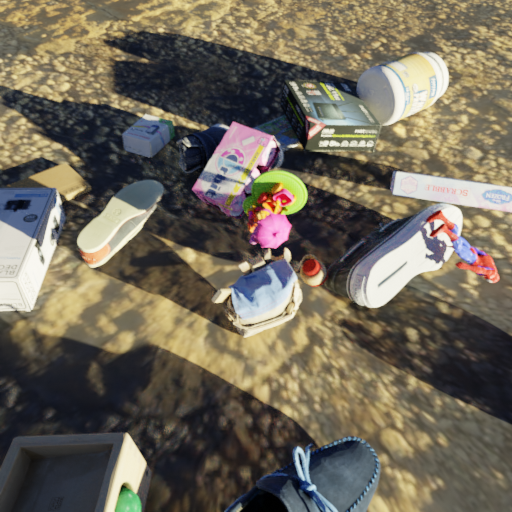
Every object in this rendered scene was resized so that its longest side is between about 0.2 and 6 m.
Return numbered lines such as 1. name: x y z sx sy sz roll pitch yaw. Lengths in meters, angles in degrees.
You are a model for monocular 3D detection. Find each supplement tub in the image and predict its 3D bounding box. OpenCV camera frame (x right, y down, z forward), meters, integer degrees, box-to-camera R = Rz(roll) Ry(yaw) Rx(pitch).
1. supplement tub: 3.733 -4.301 14.251 2.023 1.463 1.463 -28 49 -26

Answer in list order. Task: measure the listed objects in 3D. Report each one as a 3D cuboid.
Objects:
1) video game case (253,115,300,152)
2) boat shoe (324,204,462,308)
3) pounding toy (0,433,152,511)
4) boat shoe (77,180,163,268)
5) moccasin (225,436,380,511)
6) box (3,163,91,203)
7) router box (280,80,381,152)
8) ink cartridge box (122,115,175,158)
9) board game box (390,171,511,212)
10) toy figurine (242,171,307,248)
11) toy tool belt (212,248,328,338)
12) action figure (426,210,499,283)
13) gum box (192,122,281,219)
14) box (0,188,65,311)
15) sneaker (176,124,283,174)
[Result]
1. video game case: 0.734 -3.084 13.911 1.302 0.144 1.185 -29 50 -28
2. boat shoe: 2.479 -0.197 9.982 3.259 1.175 1.156 -25 30 -37
3. pounding toy: -1.957 3.182 6.429 1.910 1.358 1.758 -5 41 10
4. boat shoe: -2.285 -0.581 9.629 0.673 0.592 1.892 28 59 20
5. moccasin: 0.370 3.115 6.467 3.077 1.049 1.238 -32 51 -30
6. box: -4.521 -1.459 12.126 1.479 0.157 1.209 -30 50 -28
7. router box: 1.756 -3.456 13.716 1.779 0.737 2.374 -2 42 -15
8. ink cartridge box: -2.578 -2.888 13.453 0.793 0.477 1.091 17 47 17
9. board game box: 3.762 -1.287 10.920 2.192 0.452 2.197 10 11 11
10. toy figurine: 0.155 -0.551 8.472 1.166 0.875 1.073 -28 33 37
11. toy tool belt: 0.243 0.454 8.958 1.812 1.113 1.131 -33 50 1
12. action figure: 3.566 -0.050 9.532 1.837 0.475 0.601 34 33 -24
13. gum box: -0.424 -1.731 11.551 1.030 0.600 1.815 26 81 25
14. box: -4.591 -0.181 10.265 1.516 0.781 2.599 0 43 0
15. sneaker: -0.692 -2.217 12.306 2.297 0.873 1.660 22 35 35
